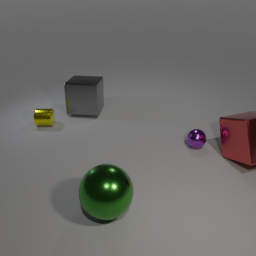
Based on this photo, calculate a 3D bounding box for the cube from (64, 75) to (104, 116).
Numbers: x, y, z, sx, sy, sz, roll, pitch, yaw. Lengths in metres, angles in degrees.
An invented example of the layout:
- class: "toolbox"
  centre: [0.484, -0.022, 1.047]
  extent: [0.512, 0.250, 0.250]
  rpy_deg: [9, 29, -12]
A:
- class: "cube"
  centre: [-1.896, -1.461, 12.409]
  extent: [1.400, 1.400, 1.400]
  rpy_deg: [3, 25, 6]

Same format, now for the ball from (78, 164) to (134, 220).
- class: "ball"
  centre: [-0.554, 1.617, 7.149]
  extent: [1.400, 1.400, 1.400]
  rpy_deg: [0, 29, 0]

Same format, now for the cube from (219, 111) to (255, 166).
- class: "cube"
  centre: [4.013, 0.272, 9.112]
  extent: [1.400, 1.400, 1.400]
  rpy_deg: [-10, 9, -17]

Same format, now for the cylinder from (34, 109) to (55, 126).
- class: "cylinder"
  centre: [-3.420, -0.446, 11.495]
  extent: [0.700, 0.700, 0.700]
  rpy_deg: [0, 29, -1]

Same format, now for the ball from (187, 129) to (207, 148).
- class: "ball"
  centre: [2.458, 0.379, 10.041]
  extent: [0.700, 0.700, 0.700]
  rpy_deg: [0, 29, 0]
